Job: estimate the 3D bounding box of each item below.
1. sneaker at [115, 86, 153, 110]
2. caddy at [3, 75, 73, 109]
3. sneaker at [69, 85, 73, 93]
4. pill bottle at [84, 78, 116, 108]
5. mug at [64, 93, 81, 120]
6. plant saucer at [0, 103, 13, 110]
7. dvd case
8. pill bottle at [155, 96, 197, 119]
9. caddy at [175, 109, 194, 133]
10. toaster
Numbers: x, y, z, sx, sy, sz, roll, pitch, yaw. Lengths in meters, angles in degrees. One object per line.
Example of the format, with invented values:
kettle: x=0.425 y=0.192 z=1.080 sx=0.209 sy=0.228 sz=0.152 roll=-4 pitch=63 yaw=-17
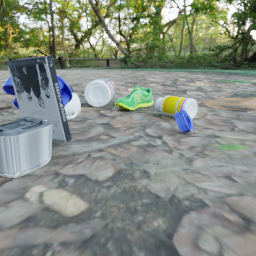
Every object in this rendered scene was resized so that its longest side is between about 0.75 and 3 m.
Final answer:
sneaker: x=0.272 y=-1.430 z=13.210 sx=0.921 sy=1.039 sz=2.487 roll=13 pitch=20 yaw=37
caddy: x=-2.892 y=-1.247 z=9.136 sx=2.201 sy=1.556 sz=1.155 roll=13 pitch=56 yaw=19
sneaker: x=-3.316 y=-1.302 z=13.161 sx=1.596 sy=1.037 sz=2.764 roll=17 pitch=32 yaw=35
pill bottle: x=-1.343 y=-1.885 z=14.400 sx=1.309 sy=1.309 sz=2.299 roll=2 pitch=15 yaw=6
mug: x=-2.529 y=-0.763 z=11.110 sx=1.144 sy=0.963 sz=1.305 roll=-12 pitch=44 yaw=-34
plant saucer: x=-6.096 y=-1.029 z=13.389 sx=1.145 sy=0.184 sz=1.145 roll=-1 pitch=15 yaw=0
dvd case: x=-2.477 y=-0.767 z=7.782 sx=1.742 sy=2.318 sz=0.287 roll=6 pitch=24 yaw=35
pill bottle: x=1.902 y=-0.845 z=11.355 sx=0.866 sy=0.866 sz=1.662 roll=-13 pitch=19 yaw=-41
caddy: x=1.866 y=-0.218 z=9.089 sx=0.424 sy=0.807 sz=0.571 roll=-26 pitch=-17 yaw=27
toaster: x=-2.407 y=0.402 z=6.233 sx=0.945 sy=1.074 sz=1.663 roll=6 pitch=15 yaw=25
